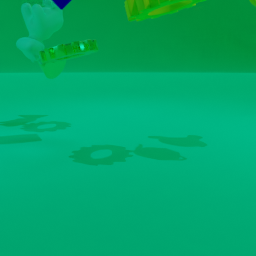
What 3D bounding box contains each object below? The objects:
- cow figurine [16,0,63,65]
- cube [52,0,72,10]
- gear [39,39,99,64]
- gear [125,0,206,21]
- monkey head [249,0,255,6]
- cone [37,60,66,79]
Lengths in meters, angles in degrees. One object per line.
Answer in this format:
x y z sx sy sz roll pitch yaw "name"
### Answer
-2.453 -2.747 8.000 0.885 1.587 1.613 20 43 30 "cow figurine"
-1.346 -2.954 5.406 0.787 0.787 0.787 40 16 -41 "cube"
-1.590 -2.073 7.613 1.559 0.288 1.559 -12 12 3 "gear"
0.646 -2.061 4.516 1.387 0.256 1.387 -14 12 3 "gear"
2.808 -2.718 5.411 0.973 1.614 1.161 -31 -10 21 "monkey head"
-2.853 -2.379 9.444 1.096 1.092 1.092 29 21 14 "cone"
